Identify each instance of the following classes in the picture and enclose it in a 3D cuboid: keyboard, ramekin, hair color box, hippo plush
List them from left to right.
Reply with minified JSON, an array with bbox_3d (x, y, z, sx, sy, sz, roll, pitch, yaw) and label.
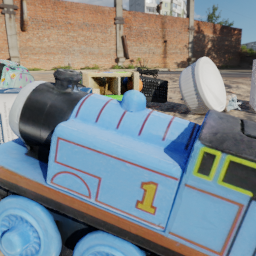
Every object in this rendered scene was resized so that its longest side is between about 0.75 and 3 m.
[{"bbox_3d":[-2.141,-0.053,5.505,2.882,1.441,0.872,0,16,-1],"label":"hair color box"},{"bbox_3d":[0.675,-1.799,11.227,2.768,1.441,0.548,1,-3,-37],"label":"keyboard"},{"bbox_3d":[2.707,-1.464,10.296,0.970,2.082,2.082,-18,0,39],"label":"ramekin"},{"bbox_3d":[4.002,-1.040,11.196,0.861,0.686,0.692,-6,16,-20],"label":"hippo plush"}]

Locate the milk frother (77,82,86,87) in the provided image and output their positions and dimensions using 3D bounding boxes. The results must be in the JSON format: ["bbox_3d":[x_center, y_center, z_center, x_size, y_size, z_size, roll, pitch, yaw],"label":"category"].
[{"bbox_3d":[-1.172,-0.225,7.182,1.741,1.571,1.637,36,-4,-28],"label":"milk frother"}]

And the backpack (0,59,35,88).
[{"bbox_3d":[-4.702,-1.629,10.968,1.760,2.019,2.296,16,13,-4],"label":"backpack"}]

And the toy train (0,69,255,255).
[{"bbox_3d":[0.112,0.516,2.241,2.771,1.583,1.201,18,18,16],"label":"toy train"}]

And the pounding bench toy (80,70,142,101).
[{"bbox_3d":[-0.473,-1.020,9.163,2.021,1.609,2.590,-3,14,-12],"label":"pounding bench toy"}]

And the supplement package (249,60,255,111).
[{"bbox_3d":[5.859,-1.756,11.251,1.440,2.023,2.597,4,14,16],"label":"supplement package"}]
